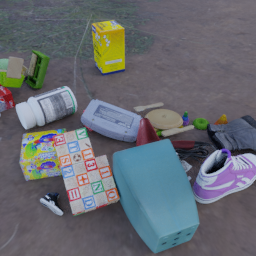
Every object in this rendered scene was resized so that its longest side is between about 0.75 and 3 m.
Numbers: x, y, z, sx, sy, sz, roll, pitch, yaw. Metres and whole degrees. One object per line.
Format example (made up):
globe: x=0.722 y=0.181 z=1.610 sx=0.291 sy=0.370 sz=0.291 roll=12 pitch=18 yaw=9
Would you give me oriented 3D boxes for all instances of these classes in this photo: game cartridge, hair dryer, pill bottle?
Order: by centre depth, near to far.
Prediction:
hair dryer: x=1.321 y=0.694 z=9.214 sx=2.246 sy=0.801 sz=2.949 roll=-26 pitch=56 yaw=-38
game cartridge: x=-0.564 y=-0.254 z=10.176 sx=2.097 sy=0.435 sz=1.396 roll=21 pitch=45 yaw=2
pill bottle: x=-3.040 y=-0.756 z=10.521 sx=2.007 sy=1.135 sz=1.135 roll=-24 pitch=45 yaw=-28

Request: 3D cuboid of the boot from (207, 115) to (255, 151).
boot: x=3.861 y=0.587 z=9.251 sx=1.740 sy=0.922 sz=2.643 roll=-14 pitch=31 yaw=-12

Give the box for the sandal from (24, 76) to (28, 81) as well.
sandal: x=-4.469 y=-2.562 z=13.392 sx=0.473 sy=0.266 sz=1.244 roll=20 pitch=44 yaw=22

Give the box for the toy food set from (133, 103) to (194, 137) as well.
toy food set: x=1.290 y=-0.231 z=10.525 sx=1.539 sy=0.447 sz=2.229 roll=-13 pitch=35 yaw=-23

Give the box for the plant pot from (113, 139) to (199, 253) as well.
plant pot: x=0.712 y=1.786 z=7.177 sx=1.617 sy=1.616 sz=2.287 roll=-13 pitch=49 yaw=-15

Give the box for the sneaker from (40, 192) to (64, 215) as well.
sneaker: x=-2.004 y=2.047 z=7.792 sx=0.836 sy=0.305 sz=0.468 roll=23 pitch=46 yaw=27

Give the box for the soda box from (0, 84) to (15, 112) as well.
soda box: x=-5.624 y=-1.524 z=11.790 sx=0.777 sy=0.704 sz=2.220 roll=-29 pitch=48 yaw=-30

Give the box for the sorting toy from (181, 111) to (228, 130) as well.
sorting toy: x=2.892 y=-0.332 z=10.430 sx=1.806 sy=0.622 sz=0.626 roll=9 pitch=41 yaw=10

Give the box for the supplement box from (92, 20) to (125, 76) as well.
supplement box: x=-0.922 y=-3.812 z=13.399 sx=1.195 sy=2.182 sz=1.187 roll=-16 pitch=41 yaw=-19

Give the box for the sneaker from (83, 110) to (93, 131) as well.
sneaker: x=-1.497 y=-0.308 z=10.538 sx=0.517 sy=0.440 sz=1.193 roll=-22 pitch=45 yaw=-23

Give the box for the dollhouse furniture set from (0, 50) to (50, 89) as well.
dollhouse furniture set: x=-5.213 y=-3.004 z=12.473 sx=2.953 sy=1.482 sz=1.935 roll=34 pitch=24 yaw=36

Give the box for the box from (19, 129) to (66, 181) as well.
box: x=-2.576 y=0.819 z=8.866 sx=1.370 sy=0.836 sz=1.320 roll=-8 pitch=41 yaw=-9

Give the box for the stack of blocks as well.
stack of blocks: x=-1.196 y=1.153 z=7.822 sx=1.271 sy=0.646 sz=2.207 roll=-15 pitch=71 yaw=-15

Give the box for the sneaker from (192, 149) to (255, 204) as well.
sneaker: x=3.034 y=1.103 z=8.038 sx=2.587 sy=1.475 sz=0.938 roll=-23 pitch=43 yaw=-27
